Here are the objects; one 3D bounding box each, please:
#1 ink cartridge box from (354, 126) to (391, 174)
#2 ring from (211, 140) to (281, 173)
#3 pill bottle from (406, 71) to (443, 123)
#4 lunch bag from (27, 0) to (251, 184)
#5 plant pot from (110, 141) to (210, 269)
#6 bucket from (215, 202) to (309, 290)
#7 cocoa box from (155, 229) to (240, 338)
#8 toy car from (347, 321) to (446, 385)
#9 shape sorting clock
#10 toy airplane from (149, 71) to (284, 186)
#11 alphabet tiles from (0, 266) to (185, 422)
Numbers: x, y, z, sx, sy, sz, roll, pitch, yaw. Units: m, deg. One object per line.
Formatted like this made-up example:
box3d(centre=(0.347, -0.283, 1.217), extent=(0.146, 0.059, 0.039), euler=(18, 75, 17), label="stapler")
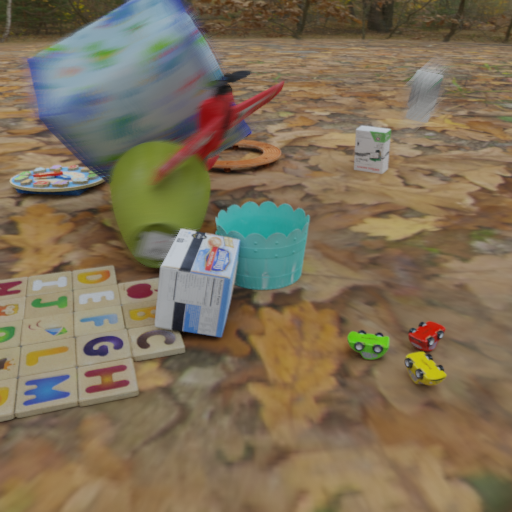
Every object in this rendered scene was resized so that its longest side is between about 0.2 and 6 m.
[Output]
box3d(centre=(2.499, -2.283, 12.087), extent=(0.675, 0.924, 0.390), euler=(14, 32, 28), label="ink cartridge box")
box3d(centre=(-0.571, -2.329, 13.008), extent=(2.315, 0.222, 2.315), euler=(0, 25, 0), label="ring")
box3d(centre=(2.460, -2.343, 8.245), extent=(0.391, 0.692, 0.391), euler=(11, 21, -4), label="pill bottle")
box3d(centre=(-1.689, -2.395, 9.195), extent=(2.573, 3.026, 1.928), euler=(-28, 55, 7), label="lunch bag")
box3d(centre=(-1.394, -0.608, 8.174), extent=(1.551, 1.551, 1.658), euler=(-3, 37, -7), label="plant pot")
box3d(centre=(0.084, -0.157, 7.723), extent=(1.307, 0.850, 1.307), euler=(1, 25, 0), label="bucket")
box3d(centre=(-0.666, 0.296, 6.682), extent=(0.790, 0.803, 1.205), euler=(10, 23, 0), label="cocoa box")
box3d(centre=(1.488, 1.010, 5.991), extent=(1.025, 0.243, 1.089), euler=(7, 26, 14), label="toy car")
box3d(centre=(-3.956, -1.580, 11.256), extent=(1.843, 0.362, 1.843), euler=(0, 26, 0), label="shape sorting clock")
box3d(centre=(-0.706, -1.696, 8.486), extent=(0.524, 2.850, 2.850), euler=(41, 38, 10), label="toy airplane")
box3d(centre=(-2.653, 0.891, 6.378), extent=(3.420, 0.108, 2.846), euler=(-7, 26, -16), label="alphabet tiles")
